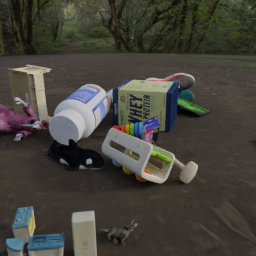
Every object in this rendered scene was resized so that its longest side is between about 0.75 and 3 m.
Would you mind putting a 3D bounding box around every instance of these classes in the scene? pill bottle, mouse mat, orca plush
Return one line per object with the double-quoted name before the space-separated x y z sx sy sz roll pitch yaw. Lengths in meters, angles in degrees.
"pill bottle" -1.768 -0.506 10.337 1.523 1.523 2.717 5 28 15
"mouse mat" 2.953 -1.085 13.512 1.850 0.070 1.489 29 26 27
"orca plush" -1.632 0.620 8.435 1.125 0.760 2.137 -18 26 -41

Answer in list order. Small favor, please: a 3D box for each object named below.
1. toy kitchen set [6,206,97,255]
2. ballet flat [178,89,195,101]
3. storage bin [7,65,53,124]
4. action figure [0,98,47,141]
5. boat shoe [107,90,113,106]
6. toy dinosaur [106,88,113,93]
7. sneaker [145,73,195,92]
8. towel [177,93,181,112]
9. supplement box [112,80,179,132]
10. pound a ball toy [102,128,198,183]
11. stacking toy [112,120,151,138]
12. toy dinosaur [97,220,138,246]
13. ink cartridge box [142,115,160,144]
"toy kitchen set" -1.347 1.735 5.063 1.477 0.870 1.183 -3 19 -9
"ballet flat" 3.075 -1.881 16.082 1.931 0.655 0.698 11 3 39
"storage bin" -4.147 -1.475 12.217 2.234 2.250 1.055 18 27 41
"action figure" -4.165 -0.119 10.553 2.396 1.605 1.784 10 -20 1
"boat shoe" -0.185 -1.646 14.856 0.755 0.877 2.435 18 24 38
"toy dinosaur" -1.289 -1.939 16.510 0.872 0.496 1.642 -18 2 35
"sneaker" 2.149 -1.948 14.365 2.915 1.123 1.194 -11 49 -9
"towel" 1.898 -1.385 14.487 1.714 0.575 2.321 6 20 13
"supplement box" 0.819 -1.045 11.932 2.376 1.597 2.378 5 20 15
"pound a ball toy" 0.485 0.917 7.658 1.540 1.003 2.361 24 -1 -37
"stacking toy" 0.132 0.094 10.288 1.568 0.669 0.669 -3 19 7
"toy dinosaur" -0.201 2.002 5.315 0.784 0.302 0.401 -5 7 3
"ink cartridge box" 0.753 0.124 9.161 0.546 1.153 0.214 -22 49 -21
